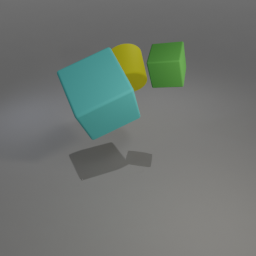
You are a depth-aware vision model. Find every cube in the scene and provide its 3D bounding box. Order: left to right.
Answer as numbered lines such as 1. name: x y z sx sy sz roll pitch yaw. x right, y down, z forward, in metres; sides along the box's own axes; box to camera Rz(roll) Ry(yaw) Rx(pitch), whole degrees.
1. cube: -0.674 -0.797 6.885 1.400 1.400 1.400 -26 65 -2
2. cube: 0.860 -1.371 6.112 0.700 0.700 0.700 1 50 19

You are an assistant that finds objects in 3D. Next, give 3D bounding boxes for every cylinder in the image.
1. cylinder: -0.043 -2.346 11.113 1.400 1.400 1.400 -6 66 -10
